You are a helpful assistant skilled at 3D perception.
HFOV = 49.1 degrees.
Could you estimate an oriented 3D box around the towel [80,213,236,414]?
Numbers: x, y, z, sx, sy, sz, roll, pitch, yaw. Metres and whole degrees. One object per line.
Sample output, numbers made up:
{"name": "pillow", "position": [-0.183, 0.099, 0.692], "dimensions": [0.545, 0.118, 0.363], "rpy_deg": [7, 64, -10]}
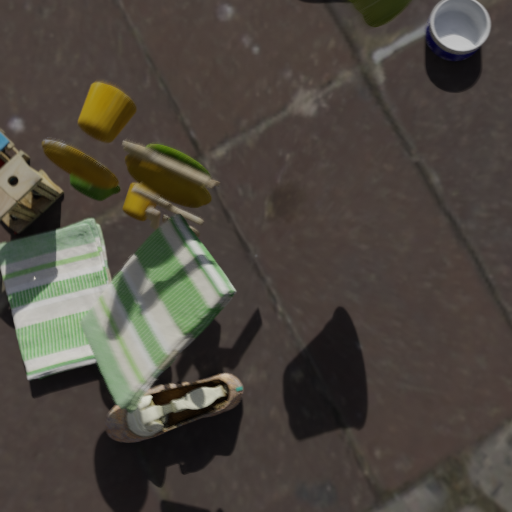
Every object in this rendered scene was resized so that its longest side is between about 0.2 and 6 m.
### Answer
{"name": "towel", "position": [-1.150, 0.594, 6.178], "dimensions": [1.884, 0.220, 1.437], "rpy_deg": [-49, 54, 16]}

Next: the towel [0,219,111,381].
{"name": "towel", "position": [-3.294, 0.734, 9.520], "dimensions": [1.834, 0.281, 2.404], "rpy_deg": [-16, 84, -1]}

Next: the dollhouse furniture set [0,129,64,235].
{"name": "dollhouse furniture set", "position": [-4.319, -1.327, 9.319], "dimensions": [1.588, 1.119, 1.113], "rpy_deg": [45, 86, 3]}

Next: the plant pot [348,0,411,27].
{"name": "plant pot", "position": [1.214, -3.502, 6.544], "dimensions": [1.145, 1.205, 1.205], "rpy_deg": [15, 83, -27]}

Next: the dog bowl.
{"name": "dog bowl", "position": [3.569, -4.033, 9.975], "dimensions": [1.033, 0.407, 1.033], "rpy_deg": [0, 83, 0]}

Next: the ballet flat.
{"name": "ballet flat", "position": [-1.387, 2.430, 9.067], "dimensions": [2.382, 0.801, 0.811], "rpy_deg": [-20, 81, -2]}

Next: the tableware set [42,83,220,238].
{"name": "tableware set", "position": [-1.526, -1.051, 6.737], "dimensions": [2.184, 3.243, 0.498], "rpy_deg": [25, 77, -5]}
